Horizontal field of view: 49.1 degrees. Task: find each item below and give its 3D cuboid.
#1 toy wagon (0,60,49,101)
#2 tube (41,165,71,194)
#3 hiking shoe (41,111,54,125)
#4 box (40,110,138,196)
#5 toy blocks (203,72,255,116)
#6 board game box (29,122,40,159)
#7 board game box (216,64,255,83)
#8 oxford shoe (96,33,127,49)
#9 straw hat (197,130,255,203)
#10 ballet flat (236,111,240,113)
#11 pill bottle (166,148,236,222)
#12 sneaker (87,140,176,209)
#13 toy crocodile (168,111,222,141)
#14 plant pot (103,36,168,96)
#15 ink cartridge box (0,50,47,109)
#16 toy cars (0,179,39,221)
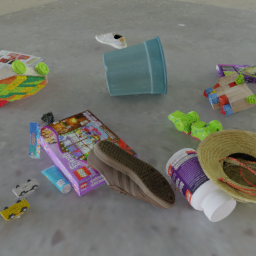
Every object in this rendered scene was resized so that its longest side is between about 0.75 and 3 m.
[{"bbox_3d":[-3.341,-1.219,7.718,1.775,0.453,2.288,-28,-7,30],"label":"toy wagon"},{"bbox_3d":[-2.063,1.449,8.111,0.457,0.298,1.181,-19,36,-35],"label":"tube"},{"bbox_3d":[-2.984,-0.304,10.380,0.430,0.323,0.854,-15,31,-5],"label":"hiking shoe"},{"bbox_3d":[-1.373,0.609,8.905,2.026,0.579,2.961,-25,44,-28],"label":"box"},{"bbox_3d":[3.872,-1.296,11.021,1.525,1.115,2.231,-20,38,10],"label":"toy blocks"},{"bbox_3d":[-2.194,0.307,6.606,0.175,0.591,0.777,0,78,-10],"label":"board game box"},{"bbox_3d":[5.507,-2.597,13.304,2.335,0.377,1.401,2,42,2],"label":"board game box"},{"bbox_3d":[-0.991,-5.296,16.501,2.380,0.687,0.895,30,50,36],"label":"oxford shoe"},{"bbox_3d":[3.069,1.305,7.538,2.758,1.167,2.758,0,35,0],"label":"straw hat"},{"bbox_3d":[4.247,-1.031,11.235,0.389,0.387,1.138,-1,36,17],"label":"ballet flat"},{"bbox_3d":[1.907,1.486,7.411,1.047,1.047,1.878,-16,41,-20],"label":"pill bottle"},{"bbox_3d":[0.058,1.377,7.591,2.612,0.987,0.920,38,34,1],"label":"sneaker"},{"bbox_3d":[2.383,0.033,9.655,0.811,0.742,2.404,-30,42,-31],"label":"toy crocodile"},{"bbox_3d":[0.253,-2.391,11.575,2.342,2.391,2.391,-9,38,1],"label":"plant pot"},{"bbox_3d":[-5.150,-2.110,11.937,2.478,1.184,2.823,13,39,16],"label":"ink cartridge box"},{"bbox_3d":[-2.840,1.925,7.466,0.635,0.313,1.416,6,35,1],"label":"toy cars"}]
